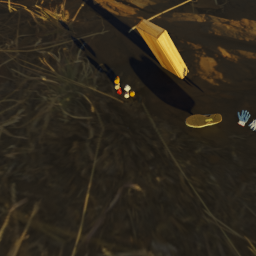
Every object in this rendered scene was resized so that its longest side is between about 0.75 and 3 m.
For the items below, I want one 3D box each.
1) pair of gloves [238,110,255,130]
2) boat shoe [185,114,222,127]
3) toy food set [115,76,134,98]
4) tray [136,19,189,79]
[{"bbox_3d":[3.524,-0.214,8.103,0.791,0.636,0.090,31,60,25],"label":"pair of gloves"},{"bbox_3d":[2.283,-0.217,8.597,1.096,0.417,0.393,-2,86,-2],"label":"boat shoe"},{"bbox_3d":[-0.161,-1.368,9.526,0.825,0.394,0.371,32,29,-19],"label":"toy food set"},{"bbox_3d":[1.221,-2.656,9.639,0.427,2.307,1.138,-49,53,3],"label":"tray"}]
